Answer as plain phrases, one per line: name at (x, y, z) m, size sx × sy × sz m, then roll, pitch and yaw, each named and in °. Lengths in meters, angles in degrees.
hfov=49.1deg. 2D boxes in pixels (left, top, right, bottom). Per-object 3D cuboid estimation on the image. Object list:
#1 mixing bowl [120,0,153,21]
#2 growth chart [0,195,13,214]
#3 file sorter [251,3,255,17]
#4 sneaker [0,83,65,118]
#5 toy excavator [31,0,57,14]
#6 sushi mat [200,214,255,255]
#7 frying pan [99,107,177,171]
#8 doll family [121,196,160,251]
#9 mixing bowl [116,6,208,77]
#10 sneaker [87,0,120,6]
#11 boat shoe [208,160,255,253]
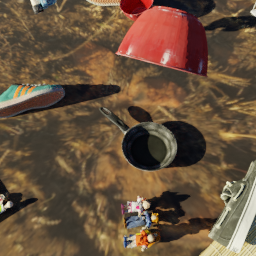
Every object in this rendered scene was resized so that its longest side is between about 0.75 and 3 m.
mixing bowl at (0.366, -4.377, 10.204) m, size 1.244 × 0.674 × 1.244 m, roll -5°, pitch 67°, yaw 12°
growth chart at (-4.119, 1.657, 7.038) m, size 1.602 × 0.196 × 2.214 m, roll -38°, pitch 66°, yaw -19°
file sorter at (5.153, -4.324, 10.317) m, size 0.630 × 0.565 × 0.908 m, roll -22°, pitch 61°, yaw -13°
sneaker at (-2.971, -1.013, 8.259) m, size 2.125 × 0.758 × 0.849 m, roll -17°, pitch 65°, yaw -8°
toy excavator at (-2.079, -3.567, 7.486) m, size 1.163 × 0.581 × 1.130 m, roll -23°, pitch 20°, yaw -9°
sushi mat at (2.734, 2.821, 6.364) m, size 2.774 × 0.168 × 1.327 m, roll -36°, pitch 67°, yaw -19°
frying pan at (0.112, 0.379, 7.666) m, size 2.455 × 0.400 × 1.485 m, roll 16°, pitch 60°, yaw 11°
doll family at (0.329, 2.288, 6.527) m, size 0.836 × 0.607 × 1.346 m, roll -9°, pitch 42°, yaw 3°
mixing bowl at (0.905, -1.958, 6.256) m, size 2.149 × 2.149 × 1.164 m, roll 18°, pitch 105°, yaw 10°
sneaker at (-0.667, -5.306, 10.797) m, size 2.379 × 0.849 × 0.951 m, roll 8°, pitch 54°, yaw 0°
boat shoe at (2.659, 1.615, 6.635) m, size 0.790 × 0.878 × 2.483 m, roll 24°, pitch 58°, yaw 21°
